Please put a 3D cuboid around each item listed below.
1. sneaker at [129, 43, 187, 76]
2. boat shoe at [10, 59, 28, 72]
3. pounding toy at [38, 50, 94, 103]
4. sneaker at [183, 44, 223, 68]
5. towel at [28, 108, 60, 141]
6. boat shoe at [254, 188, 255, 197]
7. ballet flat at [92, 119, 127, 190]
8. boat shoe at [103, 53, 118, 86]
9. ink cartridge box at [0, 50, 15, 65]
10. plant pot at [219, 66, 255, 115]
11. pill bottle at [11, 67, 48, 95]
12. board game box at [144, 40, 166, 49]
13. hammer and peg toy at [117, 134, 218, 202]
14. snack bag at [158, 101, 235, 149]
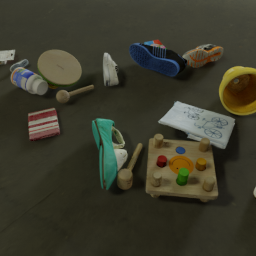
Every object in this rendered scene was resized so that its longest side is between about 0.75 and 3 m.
[{"bbox_3d":[1.420,-3.321,13.257,2.881,1.010,1.122,33,45,24],"label":"sneaker"},{"bbox_3d":[-5.177,-2.921,13.270,0.319,0.371,1.030,2,35,38],"label":"boat shoe"},{"bbox_3d":[-2.890,-2.122,12.130,1.833,1.102,2.374,-29,79,-35],"label":"pounding toy"},{"bbox_3d":[3.494,-3.554,13.547,2.293,0.898,0.886,-15,42,-26],"label":"sneaker"},{"bbox_3d":[-3.196,-0.160,10.584,1.089,0.172,1.511,-14,45,-10],"label":"towel"},{"bbox_3d":[4.796,1.486,8.461,2.347,0.814,0.831,-23,49,-22],"label":"boat shoe"},{"bbox_3d":[-0.552,0.692,9.175,1.000,0.957,2.841,-5,45,-10],"label":"ballet flat"},{"bbox_3d":[-0.771,-2.687,12.728,0.674,0.738,2.052,0,45,-9],"label":"boat shoe"},{"bbox_3d":[-6.061,-3.514,13.898,0.870,0.218,1.002,-8,45,-8],"label":"ink cartridge box"},{"bbox_3d":[4.463,-1.634,11.084,1.778,1.778,1.672,5,29,5],"label":"plant pot"},{"bbox_3d":[-4.153,-1.956,11.893,1.500,0.841,0.841,25,50,23],"label":"pill bottle"},{"bbox_3d":[1.420,-4.179,14.558,0.829,0.219,1.084,-15,47,-15],"label":"board game box"},{"bbox_3d":[1.188,1.102,8.686,2.936,1.035,2.159,5,45,5],"label":"hammer and peg toy"},{"bbox_3d":[2.515,-0.200,10.148,2.456,0.263,2.315,20,31,19],"label":"snack bag"}]
